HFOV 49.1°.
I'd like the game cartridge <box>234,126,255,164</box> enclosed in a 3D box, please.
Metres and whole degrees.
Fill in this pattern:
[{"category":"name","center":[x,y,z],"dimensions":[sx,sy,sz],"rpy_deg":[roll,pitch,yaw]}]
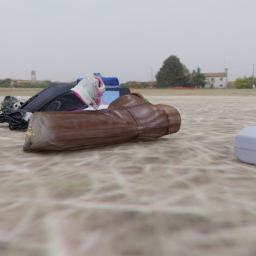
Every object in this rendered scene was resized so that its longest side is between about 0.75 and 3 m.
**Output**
[{"category":"game cartridge","center":[2.825,0.295,3.925],"dimensions":[2.391,0.497,1.592],"rpy_deg":[5,13,30]}]

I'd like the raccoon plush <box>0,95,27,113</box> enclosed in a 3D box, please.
[{"category":"raccoon plush","center":[-3.724,-0.715,10.173],"dimensions":[1.171,0.845,1.747],"rpy_deg":[9,9,8]}]

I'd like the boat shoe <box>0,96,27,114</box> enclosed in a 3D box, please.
[{"category":"boat shoe","center":[-4.444,-0.911,11.409],"dimensions":[2.213,0.765,0.816],"rpy_deg":[-3,8,-18]}]

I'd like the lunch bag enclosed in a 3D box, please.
[{"category":"lunch bag","center":[-1.183,-1.440,11.697],"dimensions":[1.773,1.727,2.610],"rpy_deg":[-1,9,-5]}]

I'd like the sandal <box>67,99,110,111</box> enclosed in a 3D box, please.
[{"category":"sandal","center":[-0.909,-0.521,8.350],"dimensions":[2.869,0.705,1.167],"rpy_deg":[3,18,14]}]

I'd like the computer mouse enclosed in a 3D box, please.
[{"category":"computer mouse","center":[-2.338,-0.803,8.172],"dimensions":[1.982,0.755,2.863],"rpy_deg":[8,25,44]}]

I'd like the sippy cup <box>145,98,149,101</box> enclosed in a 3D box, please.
[{"category":"sippy cup","center":[0.627,-1.045,13.146],"dimensions":[0.628,0.673,0.857],"rpy_deg":[-15,-28,-23]}]

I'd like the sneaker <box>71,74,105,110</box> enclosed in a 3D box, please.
[{"category":"sneaker","center":[-0.613,-0.664,5.064],"dimensions":[0.453,0.491,1.113],"rpy_deg":[42,2,2]}]

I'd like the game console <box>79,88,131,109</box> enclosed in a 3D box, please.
[{"category":"game console","center":[-0.810,-0.813,9.570],"dimensions":[1.985,1.694,1.175],"rpy_deg":[-1,-19,-6]}]

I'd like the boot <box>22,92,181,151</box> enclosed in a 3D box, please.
[{"category":"boot","center":[-0.840,-0.158,5.880],"dimensions":[2.958,0.950,2.757],"rpy_deg":[-10,10,-31]}]
